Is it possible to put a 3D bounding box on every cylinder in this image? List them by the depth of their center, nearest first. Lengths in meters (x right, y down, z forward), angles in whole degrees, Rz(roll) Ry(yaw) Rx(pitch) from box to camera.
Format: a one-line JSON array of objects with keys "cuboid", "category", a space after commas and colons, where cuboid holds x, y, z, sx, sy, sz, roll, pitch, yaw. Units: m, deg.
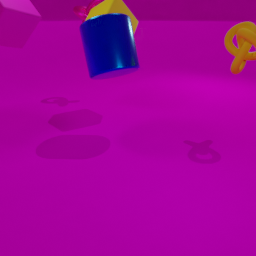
[{"cuboid": [-0.484, -2.128, 7.514, 1.394, 1.394, 1.394, -12, 3, 1], "category": "cylinder"}]

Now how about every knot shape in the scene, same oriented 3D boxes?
[{"cuboid": [3.029, -2.119, 7.237, 0.634, 1.372, 1.284, -2, 5, -5], "category": "knot shape"}, {"cuboid": [-1.454, -4.373, 11.082, 1.548, 1.448, 0.715, 5, -21, 15], "category": "knot shape"}]

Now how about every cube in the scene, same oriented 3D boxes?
[{"cuboid": [-3.399, -3.095, 7.673, 1.213, 1.213, 1.213, 54, 29, 12], "category": "cube"}, {"cuboid": [-0.607, -3.381, 9.352, 1.238, 1.238, 1.238, -12, 48, 40], "category": "cube"}]
